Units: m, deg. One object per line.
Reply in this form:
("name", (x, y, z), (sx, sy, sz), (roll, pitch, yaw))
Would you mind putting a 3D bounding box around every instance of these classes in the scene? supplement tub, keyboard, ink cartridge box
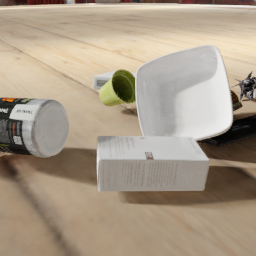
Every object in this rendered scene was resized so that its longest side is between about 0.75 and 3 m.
("supplement tub", (-2.480, -0.051, 6.261), (2.054, 1.259, 1.259), (4, 28, 21))
("keyboard", (2.906, 0.050, 7.674), (2.362, 0.303, 1.418), (-12, 20, -23))
("ink cartridge box", (-0.045, -1.865, 11.211), (1.961, 0.606, 2.418), (8, 15, 15))

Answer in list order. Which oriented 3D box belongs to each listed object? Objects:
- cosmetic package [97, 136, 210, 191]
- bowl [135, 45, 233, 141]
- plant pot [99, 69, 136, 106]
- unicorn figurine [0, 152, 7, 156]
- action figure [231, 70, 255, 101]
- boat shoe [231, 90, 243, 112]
("cosmetic package", (0.445, 0.709, 5.850), (2.172, 0.804, 1.104), (-1, 24, -7))
("bowl", (1.429, -0.732, 7.229), (2.338, 2.335, 0.873), (-11, -15, 23))
("plant pot", (-0.363, -1.142, 8.756), (1.086, 1.086, 0.998), (-28, 6, -41))
("unicorn figurine", (-3.605, 0.456, 6.589), (1.142, 0.614, 1.662), (16, 16, 17))
("action figure", (4.567, -1.379, 9.469), (2.028, 1.206, 1.035), (21, -10, 23))
("boat shoe", (2.462, -0.658, 8.282), (2.210, 0.751, 0.795), (-16, -12, -38))
